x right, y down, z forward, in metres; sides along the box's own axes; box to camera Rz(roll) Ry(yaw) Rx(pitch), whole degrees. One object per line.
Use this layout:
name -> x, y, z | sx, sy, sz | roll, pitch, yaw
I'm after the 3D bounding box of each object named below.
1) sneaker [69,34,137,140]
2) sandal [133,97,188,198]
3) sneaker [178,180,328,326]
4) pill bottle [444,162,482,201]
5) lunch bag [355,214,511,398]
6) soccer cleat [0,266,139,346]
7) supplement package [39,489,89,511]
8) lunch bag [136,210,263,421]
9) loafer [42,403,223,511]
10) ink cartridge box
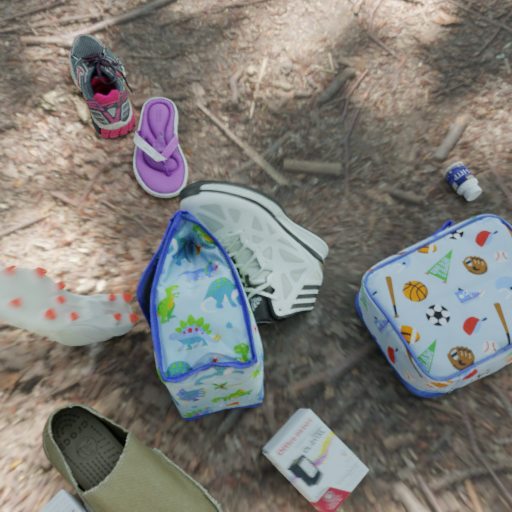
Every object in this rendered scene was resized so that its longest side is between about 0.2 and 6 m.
sneaker -> -3.352, -3.921, 12.193 | 1.171, 1.084, 2.904 | -22, 61, -13
sandal -> -2.050, -2.345, 11.499 | 1.084, 0.655, 2.664 | -9, 60, -5
sneaker -> -0.010, 0.098, 9.048 | 3.075, 1.160, 1.769 | 28, 58, -33
pill bottle -> 4.110, -1.463, 11.105 | 0.440, 0.440, 0.735 | -23, 62, -13
lunch bag -> 3.399, 0.712, 9.408 | 3.126, 1.181, 2.505 | -24, 60, -12
soccer cleat -> -2.998, 0.896, 8.404 | 1.099, 2.835, 0.982 | -31, 63, 21
supplement package -> -2.473, 3.964, 7.697 | 1.213, 0.736, 0.727 | 39, 66, 20
lunch bag -> -0.858, 0.927, 8.637 | 1.669, 2.228, 2.620 | -9, 61, -5
loafer -> -1.805, 3.269, 7.865 | 3.423, 1.154, 1.302 | 29, 63, 16
ink cartridge box -> 0.845, 2.987, 8.176 | 1.239, 0.513, 0.903 | 45, 73, 4
